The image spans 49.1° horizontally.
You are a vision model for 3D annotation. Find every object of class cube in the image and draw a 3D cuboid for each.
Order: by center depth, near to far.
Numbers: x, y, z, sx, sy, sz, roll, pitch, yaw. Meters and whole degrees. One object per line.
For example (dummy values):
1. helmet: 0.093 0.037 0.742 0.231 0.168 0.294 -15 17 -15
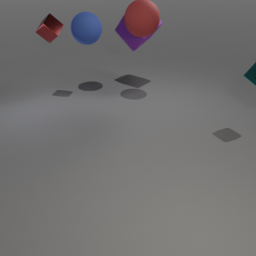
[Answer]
1. cube: 4.006 -1.527 8.239 0.700 0.700 0.700 10 36 -46
2. cube: -3.189 -4.049 11.405 0.700 0.700 0.700 -18 47 45
3. cube: 0.491 -4.853 13.429 1.400 1.400 1.400 -45 6 -23

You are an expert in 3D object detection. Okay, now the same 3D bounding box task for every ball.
1. ball: 0.549 -4.285 10.952 1.400 1.400 1.400 0 28 0
2. ball: -1.863 -4.460 12.549 1.400 1.400 1.400 0 28 0
